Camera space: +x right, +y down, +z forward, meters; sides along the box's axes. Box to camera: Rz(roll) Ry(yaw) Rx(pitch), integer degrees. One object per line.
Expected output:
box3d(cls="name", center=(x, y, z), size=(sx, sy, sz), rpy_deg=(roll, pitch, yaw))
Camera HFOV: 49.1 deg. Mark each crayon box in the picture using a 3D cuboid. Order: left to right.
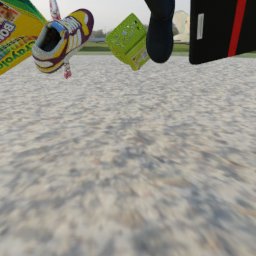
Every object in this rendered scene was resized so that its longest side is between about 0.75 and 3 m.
box3d(cls="crayon box", center=(-2.832, -2.073, 5.916), size=(1.937, 1.671, 0.565), rpy_deg=(-29, 54, 10))

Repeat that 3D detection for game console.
box3d(cls="game console", center=(2.544, -2.657, 6.428), size=(2.329, 2.634, 0.409), rpy_deg=(-12, 58, 4))

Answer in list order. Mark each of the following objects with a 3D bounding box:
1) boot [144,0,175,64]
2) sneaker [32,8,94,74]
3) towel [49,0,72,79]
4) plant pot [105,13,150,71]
box3d(cls="boot", center=(0.770, -3.099, 7.420), size=(0.873, 2.191, 2.659), rpy_deg=(3, -1, 11))
box3d(cls="sneaker", center=(-1.060, -1.636, 4.822), size=(0.571, 1.525, 0.687), rpy_deg=(29, -21, 3))
box3d(cls="towel", center=(-2.570, -3.375, 10.382), size=(0.389, 2.602, 1.904), rpy_deg=(-13, 41, -12))
box3d(cls="plant pot", center=(0.216, -3.039, 10.287), size=(1.297, 1.423, 1.430), rpy_deg=(47, 2, 19))
